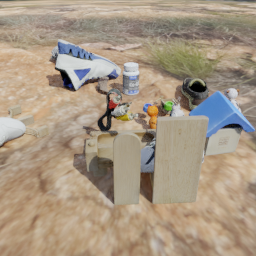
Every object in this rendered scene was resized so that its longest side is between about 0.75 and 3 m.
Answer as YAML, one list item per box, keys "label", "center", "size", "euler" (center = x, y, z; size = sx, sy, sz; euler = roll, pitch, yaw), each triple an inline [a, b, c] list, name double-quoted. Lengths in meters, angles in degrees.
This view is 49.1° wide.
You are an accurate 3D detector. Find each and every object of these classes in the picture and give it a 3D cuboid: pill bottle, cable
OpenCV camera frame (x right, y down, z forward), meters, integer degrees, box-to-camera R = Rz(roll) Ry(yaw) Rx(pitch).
- label: "pill bottle"
  center: [0.110, -1.894, 10.779]
  size: [0.646, 1.136, 0.646]
  euler: [0, 30, 0]
- label: "cable"
  center: [-0.492, -0.374, 7.234]
  size: [1.851, 0.899, 0.466]
  euler: [-29, 14, 51]

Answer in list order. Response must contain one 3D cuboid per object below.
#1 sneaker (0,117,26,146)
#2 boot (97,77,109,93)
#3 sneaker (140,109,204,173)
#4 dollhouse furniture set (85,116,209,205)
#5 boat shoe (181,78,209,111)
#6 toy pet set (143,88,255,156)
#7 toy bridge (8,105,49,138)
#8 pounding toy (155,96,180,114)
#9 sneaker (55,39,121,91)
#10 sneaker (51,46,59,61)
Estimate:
- label: "sneaker"
  center: [-3.750, 0.448, 7.255]
  size: [2.414, 0.904, 1.202]
  euler: [-17, 66, -44]
- label: "boot"
  center: [-0.911, -1.717, 10.996]
  size: [0.820, 0.600, 0.288]
  euler: [23, -3, 39]
- label: "sneaker"
  center: [0.799, 0.249, 6.645]
  size: [2.108, 1.372, 0.842]
  euler: [-5, 5, -9]
- label: "dollhouse furniture set"
  center: [0.189, 0.140, 6.398]
  size: [2.328, 1.995, 2.448]
  euler: [-2, 30, -3]
- label: "boat shoe"
  center: [2.537, -1.422, 10.272]
  size: [0.930, 0.824, 2.541]
  euler: [-1, 30, -2]
- label: "toy pet set"
  center: [2.025, -0.576, 7.823]
  size: [2.761, 1.466, 2.578]
  euler: [-7, 40, -8]
- label: "toy bridge"
  center: [-3.274, -0.194, 8.695]
  size: [0.696, 0.282, 2.070]
  euler: [-26, 40, -36]
- label: "pounding toy"
  center: [1.282, -0.795, 9.637]
  size: [0.730, 0.380, 0.831]
  euler: [-7, 31, -12]
- label: "sneaker"
  center: [-1.853, -2.327, 11.553]
  size: [2.964, 1.712, 1.197]
  euler: [13, 14, -45]
- label: "sneaker"
  center: [-3.404, -3.642, 14.277]
  size: [1.072, 0.977, 2.614]
  euler: [-20, 26, -5]
